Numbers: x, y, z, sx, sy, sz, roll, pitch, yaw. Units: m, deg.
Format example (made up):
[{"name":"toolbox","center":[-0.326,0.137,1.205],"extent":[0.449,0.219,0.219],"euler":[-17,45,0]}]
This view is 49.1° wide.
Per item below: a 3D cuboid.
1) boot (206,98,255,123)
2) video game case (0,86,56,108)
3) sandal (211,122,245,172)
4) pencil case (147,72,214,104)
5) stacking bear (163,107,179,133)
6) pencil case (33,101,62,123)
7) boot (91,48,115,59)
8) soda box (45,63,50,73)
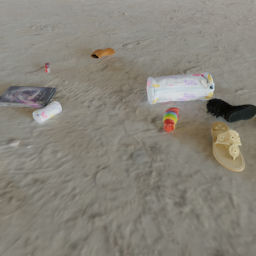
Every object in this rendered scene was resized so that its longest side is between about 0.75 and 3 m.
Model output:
[{"name":"boot","center":[4.331,-0.828,11.878],"extent":[1.771,0.655,1.452],"euler":[-14,32,-22]},{"name":"video game case","center":[-4.745,-1.499,13.162],"extent":[2.321,0.220,1.658],"euler":[4,35,4]},{"name":"sandal","center":[3.488,0.340,9.931],"extent":[0.950,0.852,2.591],"euler":[1,35,3]},{"name":"pencil case","center":[2.318,-1.769,12.622],"extent":[2.982,1.239,1.352],"euler":[-5,27,-5]},{"name":"stacking bear","center":[1.682,-0.268,11.127],"extent":[0.594,0.635,1.045],"euler":[5,42,15]},{"name":"pencil case","center":[-3.363,-0.679,11.698],"extent":[0.551,0.505,1.215],"euler":[48,48,6]},{"name":"boot","center":[-1.567,-4.618,17.345],"extent":[1.340,0.514,1.040],"euler":[12,36,18]},{"name":"soda box","center":[-4.549,-3.408,15.834],"extent":[0.244,0.270,0.771],"euler":[-9,36,-13]}]
